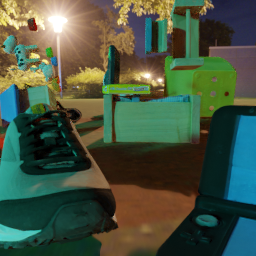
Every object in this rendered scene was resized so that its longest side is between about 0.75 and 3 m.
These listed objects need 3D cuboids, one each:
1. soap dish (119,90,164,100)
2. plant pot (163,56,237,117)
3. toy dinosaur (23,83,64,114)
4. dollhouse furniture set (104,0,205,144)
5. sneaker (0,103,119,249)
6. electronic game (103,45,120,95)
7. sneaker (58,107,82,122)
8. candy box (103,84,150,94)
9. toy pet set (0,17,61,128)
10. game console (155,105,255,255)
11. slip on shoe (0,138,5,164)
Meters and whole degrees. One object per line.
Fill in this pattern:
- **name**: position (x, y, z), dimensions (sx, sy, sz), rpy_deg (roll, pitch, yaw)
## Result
- **soap dish**: position (0.549, -1.259, 13.380), dimensions (2.158, 1.114, 2.743), rpy_deg (-4, 8, -28)
- **plant pot**: position (2.870, -1.482, 10.889), dimensions (2.457, 2.457, 2.167), rpy_deg (-1, 16, -9)
- **toy dinosaur**: position (-2.941, -0.781, 9.181), dimensions (1.408, 1.059, 2.074), rpy_deg (-15, 28, -41)
- **dollhouse furniture set**: position (0.508, -1.115, 6.044), dimensions (1.843, 2.614, 1.832), rpy_deg (0, 7, 3)
- **sneaker**: position (-0.703, 0.248, 2.276), dimensions (0.804, 0.862, 2.174), rpy_deg (-1, 8, -24)
- **electronic game**: position (-0.664, -1.729, 10.562), dimensions (0.565, 2.714, 2.714), rpy_deg (3, 7, -6)
- **sneaker**: position (-2.263, -0.468, 9.542), dimensions (1.402, 0.491, 0.761), rpy_deg (0, 5, -25)
- **candy box**: position (-0.087, -0.793, 5.756), dimensions (0.781, 0.202, 1.527), rpy_deg (1, 8, -9)
- **toy pet set**: position (-2.319, -1.038, 6.439), dimensions (1.154, 2.028, 2.173), rpy_deg (-9, -11, -2)
- **game console**: position (1.026, 0.335, 1.509), dimensions (1.455, 0.864, 1.254), rpy_deg (4, 8, 31)
- **slip on shoe**: position (-1.875, 0.246, 2.988), dimensions (0.831, 0.687, 2.244), rpy_deg (3, 6, 36)
